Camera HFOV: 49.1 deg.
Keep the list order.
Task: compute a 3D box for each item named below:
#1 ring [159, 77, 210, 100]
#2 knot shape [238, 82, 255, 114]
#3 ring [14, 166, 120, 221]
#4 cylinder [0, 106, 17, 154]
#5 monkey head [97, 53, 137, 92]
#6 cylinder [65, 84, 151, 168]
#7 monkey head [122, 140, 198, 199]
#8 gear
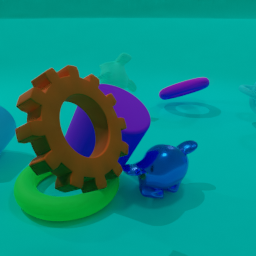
[{"bbox_3d":[1.750,-1.225,8.787,1.602,0.320,1.602,-15,-1,0],"label":"ring"},{"bbox_3d":[3.550,-0.947,7.501,1.070,0.495,1.002,42,64,2],"label":"knot shape"},{"bbox_3d":[-1.044,0.936,4.904,1.794,0.359,1.794,1,23,0],"label":"ring"},{"bbox_3d":[-2.953,0.146,5.646,1.020,1.020,1.020,3,34,6],"label":"cylinder"},{"bbox_3d":[-0.273,-1.514,7.828,1.446,1.040,0.871,11,54,-42],"label":"monkey head"},{"bbox_3d":[-0.378,0.065,4.596,1.147,1.147,1.147,19,37,-15],"label":"cylinder"},{"bbox_3d":[0.492,0.631,4.863,1.472,0.887,1.059,-18,34,-26],"label":"monkey head"},{"bbox_3d":[-0.479,0.005,2.765,0.227,1.227,1.227,-21,9,36],"label":"gear"}]
